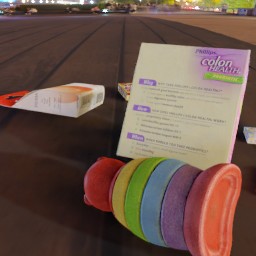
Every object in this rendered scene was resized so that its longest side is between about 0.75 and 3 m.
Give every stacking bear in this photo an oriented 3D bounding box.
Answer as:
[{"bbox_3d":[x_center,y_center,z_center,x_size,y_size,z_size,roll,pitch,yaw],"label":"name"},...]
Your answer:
[{"bbox_3d":[0.298,1.035,4.327,2.348,1.426,1.335,6,-13,38],"label":"stacking bear"}]

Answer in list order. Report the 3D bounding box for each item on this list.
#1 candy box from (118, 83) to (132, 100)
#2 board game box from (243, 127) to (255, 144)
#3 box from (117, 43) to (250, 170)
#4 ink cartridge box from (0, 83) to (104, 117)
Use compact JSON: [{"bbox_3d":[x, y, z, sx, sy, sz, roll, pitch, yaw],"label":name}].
[{"bbox_3d":[0.089,-1.341,10.215,0.658,0.318,1.127,-4,25,-18],"label":"candy box"},{"bbox_3d":[3.559,0.218,7.248,0.973,0.167,0.654,6,26,11],"label":"board game box"},{"bbox_3d":[1.137,-0.335,5.656,2.069,2.352,1.137,11,-3,23],"label":"box"},{"bbox_3d":[-2.446,-1.082,8.621,2.935,0.736,2.380,12,16,9],"label":"ink cartridge box"}]
